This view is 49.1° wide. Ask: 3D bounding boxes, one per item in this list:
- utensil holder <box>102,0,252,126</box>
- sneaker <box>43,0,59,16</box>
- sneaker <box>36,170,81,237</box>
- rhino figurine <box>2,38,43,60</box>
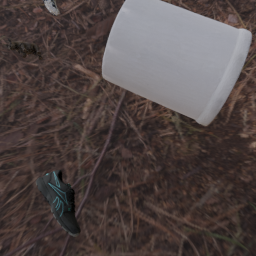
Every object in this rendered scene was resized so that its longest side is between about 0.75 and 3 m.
[{"bbox_3d":[0.996,-1.549,6.233,2.570,2.184,2.184,24,62,4],"label":"utensil holder"},{"bbox_3d":[-1.857,-3.292,6.948,0.595,0.365,0.914,-38,83,-8],"label":"sneaker"},{"bbox_3d":[-0.801,0.904,3.466,0.355,0.338,0.895,-32,68,-15],"label":"sneaker"},{"bbox_3d":[-3.167,-2.389,8.401,1.207,0.361,0.528,-1,50,-47],"label":"rhino figurine"}]
